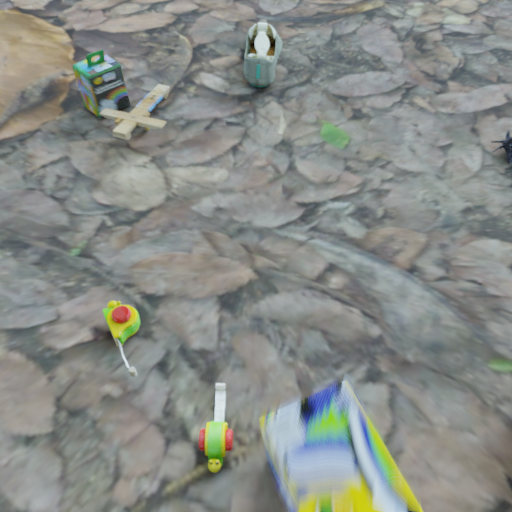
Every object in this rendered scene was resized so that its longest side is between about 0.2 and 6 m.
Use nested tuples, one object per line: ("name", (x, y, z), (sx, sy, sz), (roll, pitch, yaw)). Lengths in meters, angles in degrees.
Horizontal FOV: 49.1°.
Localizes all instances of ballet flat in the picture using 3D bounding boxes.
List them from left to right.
("ballet flat", (0.168, -4.862, 12.845), (0.875, 0.827, 2.596), (2, 48, 1))

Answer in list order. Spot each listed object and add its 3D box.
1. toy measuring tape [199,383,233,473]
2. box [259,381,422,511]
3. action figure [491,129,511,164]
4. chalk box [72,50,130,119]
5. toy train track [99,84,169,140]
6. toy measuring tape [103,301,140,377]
("toy measuring tape", (-0.483, 2.060, 6.963), (0.447, 0.447, 1.214), (1, 48, 1))
("box", (1.210, 3.084, 5.466), (1.116, 1.217, 3.473), (-21, 51, -10))
("action figure", (5.205, -2.122, 10.507), (1.395, 0.712, 0.829), (6, 59, 3))
("chalk box", (-3.172, -3.584, 11.399), (0.761, 1.219, 0.756), (-31, 50, -25))
("toy train track", (-2.301, -2.872, 11.402), (1.286, 0.365, 2.243), (14, 42, 7))
("toy measuring tape", (-1.769, 1.087, 7.822), (0.472, 0.472, 1.282), (-22, 52, -18))
